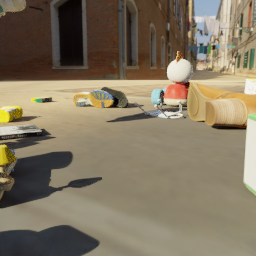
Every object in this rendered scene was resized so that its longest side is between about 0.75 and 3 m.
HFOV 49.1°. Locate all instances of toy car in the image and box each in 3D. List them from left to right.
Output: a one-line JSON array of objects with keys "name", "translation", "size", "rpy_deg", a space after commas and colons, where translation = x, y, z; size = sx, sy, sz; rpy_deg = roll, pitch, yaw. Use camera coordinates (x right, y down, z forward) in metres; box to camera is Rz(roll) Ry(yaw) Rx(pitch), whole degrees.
[{"name": "toy car", "translation": [2.301, -2.109, 11.986], "size": [2.086, 2.264, 2.002], "rpy_deg": [7, 14, 30]}]

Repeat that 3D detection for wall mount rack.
[{"name": "wall mount rack", "translation": [0.980, -0.616, 8.985], "size": [1.288, 0.553, 1.483], "rpy_deg": [-17, 18, -41]}]

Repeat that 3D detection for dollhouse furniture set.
[{"name": "dollhouse furniture set", "translation": [-2.376, 0.061, 3.656], "size": [2.062, 1.345, 1.946], "rpy_deg": [-1, 12, -9]}]

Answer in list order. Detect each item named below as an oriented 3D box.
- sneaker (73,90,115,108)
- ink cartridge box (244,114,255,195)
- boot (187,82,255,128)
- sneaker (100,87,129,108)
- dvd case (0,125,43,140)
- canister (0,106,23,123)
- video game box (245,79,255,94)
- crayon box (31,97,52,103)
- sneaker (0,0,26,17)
[{"name": "sneaker", "translation": [-1.326, -1.252, 11.645], "size": [1.931, 0.727, 0.851], "rpy_deg": [6, 13, 26]}, {"name": "ink cartridge box", "translation": [2.679, 0.387, 2.706], "size": [2.392, 0.994, 1.753], "rpy_deg": [-3, 12, -3]}, {"name": "boot", "translation": [3.052, -0.665, 8.127], "size": [2.249, 1.071, 2.907], "rpy_deg": [-2, 23, -7]}, {"name": "sneaker", "translation": [-0.457, -1.211, 11.757], "size": [1.620, 0.613, 0.709], "rpy_deg": [34, -6, 38]}, {"name": "dvd case", "translation": [-2.662, 0.098, 6.477], "size": [1.157, 0.143, 0.870], "rpy_deg": [-7, 14, -28]}, {"name": "canister", "translation": [-3.652, -0.412, 8.406], "size": [0.654, 0.381, 0.880], "rpy_deg": [1, 13, 3]}, {"name": "video game box", "translation": [5.974, -1.107, 9.796], "size": [2.951, 0.691, 2.689], "rpy_deg": [3, 25, 5]}, {"name": "crayon box", "translation": [-4.120, -1.356, 13.402], "size": [0.649, 0.219, 0.752], "rpy_deg": [5, 12, 22]}, {"name": "sneaker", "translation": [-3.450, -2.593, 6.290], "size": [0.953, 1.265, 2.705], "rpy_deg": [-2, 12, 31]}]
